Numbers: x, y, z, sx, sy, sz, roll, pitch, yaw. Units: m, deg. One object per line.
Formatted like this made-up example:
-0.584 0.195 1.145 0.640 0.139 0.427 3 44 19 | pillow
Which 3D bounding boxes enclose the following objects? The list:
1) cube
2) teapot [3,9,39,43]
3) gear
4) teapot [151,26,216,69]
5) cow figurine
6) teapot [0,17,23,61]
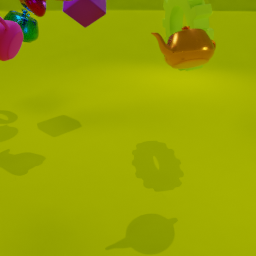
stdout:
-1.327 -3.912 8.654 0.950 0.950 0.950 -18 -28 35 | cube
-3.044 -2.990 8.052 1.037 0.816 1.667 18 23 -16 | teapot
1.366 -2.395 6.705 0.370 2.001 2.001 -13 27 -10 | gear
0.967 -1.368 4.682 1.335 0.654 0.830 -7 0 -28 | teapot
-1.919 -3.472 6.794 1.520 1.544 0.848 7 -17 26 | cow figurine
-2.136 -1.489 4.745 0.538 1.100 0.684 25 62 -7 | teapot
